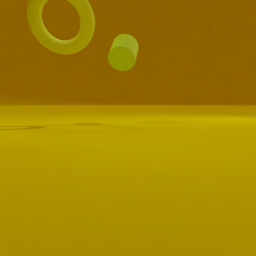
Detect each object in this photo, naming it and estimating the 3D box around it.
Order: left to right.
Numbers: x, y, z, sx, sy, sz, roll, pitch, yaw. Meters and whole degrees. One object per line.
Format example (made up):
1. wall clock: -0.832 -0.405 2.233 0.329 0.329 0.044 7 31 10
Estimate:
1. ring: -1.874 -3.016 7.820 1.935 1.935 0.387 1 34 11
2. cylinder: -0.144 -2.476 9.178 0.876 0.876 0.876 1 45 11
